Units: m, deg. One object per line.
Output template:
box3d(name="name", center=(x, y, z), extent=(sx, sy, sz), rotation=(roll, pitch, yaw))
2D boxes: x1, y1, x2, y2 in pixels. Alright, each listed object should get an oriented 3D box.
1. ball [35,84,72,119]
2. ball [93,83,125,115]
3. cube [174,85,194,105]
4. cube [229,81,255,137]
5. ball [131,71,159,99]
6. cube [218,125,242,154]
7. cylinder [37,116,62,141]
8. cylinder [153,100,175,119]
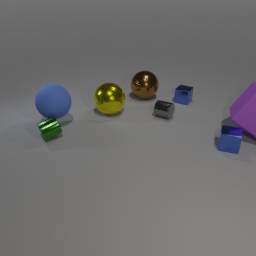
box3d(name="ball", center=(-2.956, -1.042, 11.120), extent=(1.400, 1.400, 1.400), rotation=(0, 29, 0))
box3d(name="ball", center=(-0.812, -1.286, 12.283), extent=(1.400, 1.400, 1.400), rotation=(0, 29, 0))
box3d(name="cube", center=(2.706, -1.621, 13.618), extent=(0.700, 0.700, 0.700), rotation=(17, 35, 26))
box3d(name="cube", center=(4.781, -0.637, 10.284), extent=(1.400, 1.400, 1.400), rotation=(36, 27, 0))
box3d(name="ball", center=(0.826, -2.133, 13.877), extent=(1.400, 1.400, 1.400), rotation=(0, 29, 0))
box3d(name="cube", center=(3.621, 0.401, 9.933), extent=(0.700, 0.700, 0.700), rotation=(10, 30, 18))
box3d(name="cylinder", center=(-2.928, 0.012, 10.492), extent=(0.700, 0.700, 0.700), rotation=(-28, 37, -18))
box3d(name="cylinder", center=(1.572, -0.813, 12.161), extent=(0.700, 0.700, 0.700), rotation=(17, 33, 29))
